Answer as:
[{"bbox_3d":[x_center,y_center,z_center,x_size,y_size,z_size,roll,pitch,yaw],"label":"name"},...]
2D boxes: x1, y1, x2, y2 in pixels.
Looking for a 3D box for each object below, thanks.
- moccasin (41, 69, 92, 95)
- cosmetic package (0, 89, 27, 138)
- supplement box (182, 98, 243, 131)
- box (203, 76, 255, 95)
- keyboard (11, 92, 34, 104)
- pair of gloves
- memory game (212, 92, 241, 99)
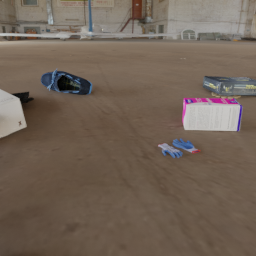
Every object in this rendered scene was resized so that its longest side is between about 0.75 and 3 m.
[{"bbox_3d":[-3.096,-2.256,13.370,2.903,1.168,0.990,9,8,25],"label":"moccasin"},{"bbox_3d":[-4.709,-0.622,8.990,2.887,1.029,1.464,22,37,37],"label":"cosmetic package"},{"bbox_3d":[2.706,-0.455,9.188,1.730,0.894,0.875,0,22,4],"label":"supplement box"},{"bbox_3d":[5.129,-2.046,13.457,2.469,0.630,1.947,0,19,-8],"label":"box"},{"bbox_3d":[-4.732,-0.989,11.381,1.641,0.351,2.733,-7,22,0],"label":"keyboard"},{"bbox_3d":[1.357,0.538,7.649,1.099,0.125,0.883,-10,23,-26],"label":"pair of gloves"},{"bbox_3d":[4.602,-1.557,13.166,1.327,0.085,1.327,0,21,0],"label":"memory game"}]
